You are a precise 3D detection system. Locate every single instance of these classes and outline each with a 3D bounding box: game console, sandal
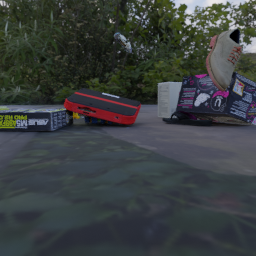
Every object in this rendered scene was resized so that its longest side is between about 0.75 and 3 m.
[{"bbox_3d":[-0.924,-0.906,11.096,2.735,0.424,2.419,15,20,4],"label":"game console"},{"bbox_3d":[2.350,-0.414,11.190,0.831,0.529,2.212,-6,8,-44],"label":"sandal"}]

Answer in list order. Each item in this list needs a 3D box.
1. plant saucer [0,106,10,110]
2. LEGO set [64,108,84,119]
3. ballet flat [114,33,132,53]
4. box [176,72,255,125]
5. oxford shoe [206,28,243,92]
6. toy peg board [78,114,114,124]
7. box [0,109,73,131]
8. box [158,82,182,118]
[{"bbox_3d":[-10.096,-1.382,20.938,1.862,0.447,1.865,2,7,20],"label":"plant saucer"},{"bbox_3d":[-2.870,-0.838,14.668,1.609,0.660,0.614,2,7,20],"label":"LEGO set"},{"bbox_3d":[-0.153,-3.994,13.171,1.206,0.434,0.434,42,-19,-31],"label":"ballet flat"},{"bbox_3d":[3.638,-1.127,11.388,1.867,1.621,2.825,16,-2,-30],"label":"box"},{"bbox_3d":[3.217,-2.340,9.156,0.912,2.589,0.968,30,-36,-28],"label":"oxford shoe"},{"bbox_3d":[-1.026,-0.497,11.948,1.596,0.781,1.590,2,21,20],"label":"toy peg board"},{"bbox_3d":[-3.397,-0.339,10.023,2.275,0.629,2.840,1,6,2],"label":"box"},{"bbox_3d":[2.295,-1.470,14.889,1.014,1.862,1.190,-3,7,-25],"label":"box"}]
